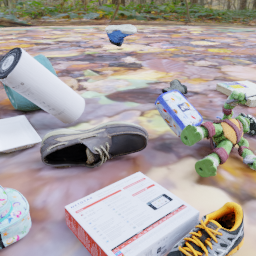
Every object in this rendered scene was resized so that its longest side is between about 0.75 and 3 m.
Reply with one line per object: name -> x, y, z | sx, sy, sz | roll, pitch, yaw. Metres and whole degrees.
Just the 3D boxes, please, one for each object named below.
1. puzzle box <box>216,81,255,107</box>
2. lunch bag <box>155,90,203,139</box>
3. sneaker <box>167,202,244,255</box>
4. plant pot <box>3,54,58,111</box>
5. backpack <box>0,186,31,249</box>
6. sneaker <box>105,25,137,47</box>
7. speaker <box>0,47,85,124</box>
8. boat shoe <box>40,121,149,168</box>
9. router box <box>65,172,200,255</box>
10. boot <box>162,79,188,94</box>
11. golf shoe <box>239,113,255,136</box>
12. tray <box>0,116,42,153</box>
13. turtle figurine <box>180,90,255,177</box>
puzzle box -> 5.138, -1.507, 11.937 | 1.653, 0.316, 2.485 | -7, 25, -13
lunch bag -> 1.403, -0.351, 7.669 | 1.228, 0.894, 1.444 | 53, 16, 16
sneaker -> 1.168, 1.785, 4.317 | 1.923, 0.743, 0.753 | -24, 36, -39
plant pot -> -3.587, -1.520, 10.238 | 1.573, 1.960, 1.960 | -27, 35, -27
backpack -> -2.325, 1.526, 4.746 | 1.243, 0.936, 1.104 | -13, 28, -38
sneaker -> -0.179, -3.032, 9.301 | 1.171, 0.652, 0.450 | 11, 49, 29
speaker -> -2.482, -1.137, 8.326 | 1.069, 2.633, 1.069 | -18, 54, 27
boat shoe -> -0.819, 0.552, 6.917 | 2.729, 1.016, 1.000 | -8, 34, 3
router box -> 0.066, 1.615, 5.014 | 1.814, 0.443, 1.628 | -18, 30, -34
boot -> 1.910, -1.764, 12.367 | 0.944, 0.489, 1.445 | -12, 26, -13
golf shoe -> 3.958, -0.153, 8.842 | 0.563, 0.493, 1.278 | 6, 25, -4
tray -> -3.447, 0.176, 8.385 | 1.186, 0.245, 2.208 | -15, 29, -28
turtle figurine -> 2.691, 0.096, 6.719 | 2.460, 1.826, 2.538 | -23, 29, -32
